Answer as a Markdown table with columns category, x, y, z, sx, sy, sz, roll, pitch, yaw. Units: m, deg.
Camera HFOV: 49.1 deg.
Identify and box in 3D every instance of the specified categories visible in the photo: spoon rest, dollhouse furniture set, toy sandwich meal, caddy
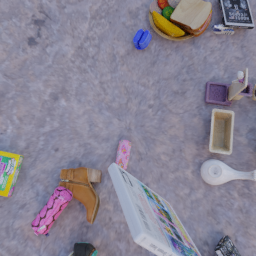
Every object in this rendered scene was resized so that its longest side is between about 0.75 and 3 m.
| category | x | y | z | sx | sy | sz | roll | pitch | yaw |
| --- | --- | --- | --- | --- | --- | --- | --- | --- | --- |
| spoon rest | 3.715 | 1.703 | 10.478 | 1.945 | 0.590 | 0.966 | 5 | 76 | 15 |
| dollhouse furniture set | 4.159 | -0.549 | 10.102 | 2.365 | 2.119 | 2.985 | 8 | 77 | 2 |
| toy sandwich meal | 2.147 | -4.801 | 11.684 | 2.639 | 0.904 | 2.639 | 0 | 77 | 0 |
| caddy | 0.607 | -3.685 | 11.681 | 0.621 | 0.461 | 0.879 | 21 | 78 | 28 |

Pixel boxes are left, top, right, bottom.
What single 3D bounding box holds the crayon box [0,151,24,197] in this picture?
| category | x | y | z | sx | sy | sz | roll | pitch | yaw |
| --- | --- | --- | --- | --- | --- | --- | --- | --- | --- |
| crayon box | -4.825 | 1.645 | 10.462 | 1.355 | 0.458 | 1.571 | 13 | 78 | 1 |

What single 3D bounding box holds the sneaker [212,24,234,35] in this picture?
| category | x | y | z | sx | sy | sz | roll | pitch | yaw |
| --- | --- | --- | --- | --- | --- | --- | --- | --- | --- |
| sneaker | 4.039 | -4.287 | 11.881 | 0.924 | 0.373 | 0.534 | 8 | 74 | -5 |

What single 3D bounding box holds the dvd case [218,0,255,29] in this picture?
| category | x | y | z | sx | sy | sz | roll | pitch | yaw |
| --- | --- | --- | --- | --- | --- | --- | --- | --- | --- |
| dvd case | 4.564 | -4.983 | 11.888 | 1.315 | 0.216 | 1.750 | 1 | 68 | -8 |

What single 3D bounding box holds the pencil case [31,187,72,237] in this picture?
| category | x | y | z | sx | sy | sz | roll | pitch | yaw |
| --- | --- | --- | --- | --- | --- | --- | --- | --- | --- |
| pencil case | -2.655 | 2.902 | 9.767 | 0.782 | 0.807 | 1.723 | 34 | 99 | 4 |

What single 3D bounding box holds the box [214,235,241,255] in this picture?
| category | x | y | z | sx | sy | sz | roll | pitch | yaw |
| --- | --- | --- | --- | --- | --- | --- | --- | --- | --- |
| box | 3.532 | 4.439 | 9.652 | 0.244 | 0.898 | 1.121 | -40 | 77 | 36 |

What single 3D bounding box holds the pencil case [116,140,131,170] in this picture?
| category | x | y | z | sx | sy | sz | roll | pitch | yaw |
| --- | --- | --- | --- | --- | --- | --- | --- | --- | --- |
| pencil case | -0.193 | 0.999 | 10.616 | 0.496 | 0.496 | 1.134 | 9 | 77 | 2 |

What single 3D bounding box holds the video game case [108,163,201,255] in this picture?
| category | x | y | z | sx | sy | sz | roll | pitch | yaw |
| --- | --- | --- | --- | --- | --- | --- | --- | --- | --- |
| video game case | 0.736 | 2.390 | 7.451 | 0.344 | 2.901 | 2.640 | -46 | 117 | 7 |

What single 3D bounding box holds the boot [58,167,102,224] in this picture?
| category | x | y | z | sx | sy | sz | roll | pitch | yaw |
| --- | --- | --- | --- | --- | --- | --- | --- | --- | --- |
| boot | -1.798 | 2.416 | 10.177 | 1.547 | 0.737 | 2.000 | 3 | 66 | 0 |

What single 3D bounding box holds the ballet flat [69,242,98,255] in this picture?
| category | x | y | z | sx | sy | sz | roll | pitch | yaw |
| --- | --- | --- | --- | --- | --- | --- | --- | --- | --- |
| ballet flat | -2.021 | 5.299 | 9.456 | 0.999 | 0.993 | 2.920 | 19 | 68 | 14 |
